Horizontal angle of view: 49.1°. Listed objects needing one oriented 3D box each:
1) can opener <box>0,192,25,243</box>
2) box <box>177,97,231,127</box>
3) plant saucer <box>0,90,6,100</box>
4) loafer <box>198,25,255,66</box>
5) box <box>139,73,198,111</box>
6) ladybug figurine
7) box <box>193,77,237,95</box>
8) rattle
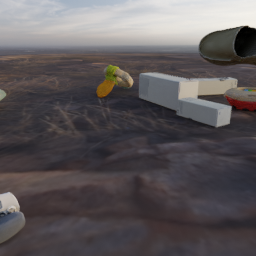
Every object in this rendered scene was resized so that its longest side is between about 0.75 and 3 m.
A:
[{"bbox_3d":[-2.141,1.225,3.221,1.782,0.475,0.596,-12,20,-29],"label":"can opener"},{"bbox_3d":[2.245,-0.517,8.462,0.657,0.547,1.599,-11,22,-31],"label":"box"},{"bbox_3d":[-5.379,-1.004,9.176,2.548,0.490,2.548,0,-6,0],"label":"plant saucer"},{"bbox_3d":[2.537,-1.922,6.379,0.812,0.916,2.408,22,-1,-41],"label":"loafer"},{"bbox_3d":[1.422,-1.431,10.503,0.881,1.059,2.577,-9,22,-28],"label":"box"},{"bbox_3d":[4.304,-0.991,9.684,1.910,0.687,1.296,8,20,24],"label":"ladybug figurine"},{"bbox_3d":[3.772,-1.861,12.433,1.913,0.654,0.786,-4,18,-11],"label":"box"},{"bbox_3d":[-0.559,-1.768,12.768,1.452,1.593,2.230,10,-10,-1],"label":"rattle"}]
